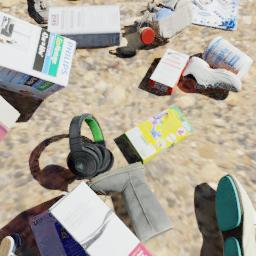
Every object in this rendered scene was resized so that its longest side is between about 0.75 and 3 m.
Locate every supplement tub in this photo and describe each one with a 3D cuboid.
[{"bbox_3d":[3.361,-2.348,9.564,0.952,0.952,1.443,-38,67,-18],"label":"supplement tub"}]

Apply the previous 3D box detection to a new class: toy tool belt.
[{"bbox_3d":[1.123,-3.922,10.298,2.404,1.501,1.477,-32,42,-12],"label":"toy tool belt"}]

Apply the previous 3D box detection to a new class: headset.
[{"bbox_3d":[-1.152,0.931,7.613,1.233,1.621,2.625,-13,81,16],"label":"headset"}]

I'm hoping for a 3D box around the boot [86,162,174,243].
[{"bbox_3d":[0.011,2.058,7.460,1.831,0.731,2.014,-18,70,-7],"label":"boot"}]

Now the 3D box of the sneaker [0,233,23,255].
[{"bbox_3d":[-3.014,3.142,7.040,0.365,0.565,1.042,23,95,8],"label":"sneaker"}]

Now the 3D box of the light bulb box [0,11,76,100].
[{"bbox_3d":[-3.014,-1.909,8.024,2.244,2.224,1.400,15,77,-30],"label":"light bulb box"}]

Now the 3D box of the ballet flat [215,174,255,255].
[{"bbox_3d":[2.833,2.671,7.029,1.035,1.035,2.979,5,64,3],"label":"ballet flat"}]

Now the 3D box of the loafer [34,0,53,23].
[{"bbox_3d":[-3.466,-5.184,11.202,0.795,0.696,2.212,-14,63,-7],"label":"loafer"}]

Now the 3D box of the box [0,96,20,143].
[{"bbox_3d":[-4.764,0.168,7.578,1.860,1.585,2.909,18,68,22],"label":"box"}]

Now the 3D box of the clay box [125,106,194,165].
[{"bbox_3d":[0.959,0.181,8.508,1.864,0.444,1.071,-28,66,-14],"label":"clay box"}]

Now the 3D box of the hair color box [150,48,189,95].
[{"bbox_3d":[1.427,-1.954,9.624,0.836,0.482,1.508,24,66,13],"label":"hair color box"}]

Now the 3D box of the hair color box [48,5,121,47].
[{"bbox_3d":[-1.578,-3.747,10.333,2.573,0.780,1.274,-2,69,-2],"label":"hair color box"}]

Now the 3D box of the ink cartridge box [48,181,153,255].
[{"bbox_3d":[-0.632,2.339,6.364,0.945,1.647,2.268,-42,86,-16],"label":"ink cartridge box"}]

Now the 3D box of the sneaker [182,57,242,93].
[{"bbox_3d":[2.725,-1.545,9.345,2.015,0.763,0.927,31,74,23],"label":"sneaker"}]

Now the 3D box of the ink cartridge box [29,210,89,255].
[{"bbox_3d":[-1.617,3.059,7.027,1.030,0.403,2.175,-25,62,-13],"label":"ink cartridge box"}]

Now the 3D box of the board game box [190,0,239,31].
[{"bbox_3d":[3.208,-5.207,11.419,2.635,0.341,2.636,12,63,7],"label":"board game box"}]
